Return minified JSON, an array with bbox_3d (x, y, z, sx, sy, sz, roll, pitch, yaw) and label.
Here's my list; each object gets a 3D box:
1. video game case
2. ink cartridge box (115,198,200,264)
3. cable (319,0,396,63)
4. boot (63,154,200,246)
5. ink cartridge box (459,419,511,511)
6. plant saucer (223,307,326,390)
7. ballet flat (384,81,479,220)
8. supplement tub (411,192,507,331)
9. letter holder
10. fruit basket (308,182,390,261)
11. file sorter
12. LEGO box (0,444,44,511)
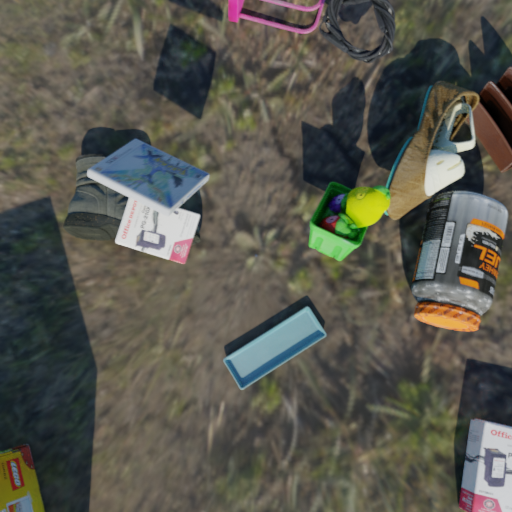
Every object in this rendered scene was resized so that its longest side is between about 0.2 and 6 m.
[{"bbox_3d":[-1.325,-1.016,7.038,1.154,0.127,1.052,27,40,8],"label":"video game case"},{"bbox_3d":[-1.318,-0.360,7.468,0.960,0.405,0.695,17,87,-10],"label":"ink cartridge box"},{"bbox_3d":[1.752,-3.814,9.219,1.300,0.330,1.061,36,117,2],"label":"cable"},{"bbox_3d":[-2.001,-0.998,9.346,2.324,0.787,1.518,7,72,0],"label":"boot"},{"bbox_3d":[3.718,3.253,8.430,0.988,0.576,1.365,13,77,3],"label":"ink cartridge box"},{"bbox_3d":[0.304,1.484,9.060,1.639,0.156,0.573,-31,79,-6],"label":"plant saucer"},{"bbox_3d":[2.947,-1.728,9.031,1.004,0.941,2.776,13,60,32],"label":"ballet flat"},{"bbox_3d":[3.167,0.104,8.819,1.222,1.222,1.995,14,78,3],"label":"supplement tub"},{"bbox_3d":[4.263,-2.311,9.483,0.710,1.004,1.412,-27,79,-6],"label":"letter holder"},{"bbox_3d":[1.433,-0.689,8.566,0.955,1.323,1.323,26,78,5],"label":"fruit basket"},{"bbox_3d":[0.559,-5.371,9.320,1.715,2.735,1.900,14,77,1],"label":"file sorter"},{"bbox_3d":[-3.609,4.301,7.271,1.223,2.361,3.171,-18,77,-4],"label":"LEGO box"}]
